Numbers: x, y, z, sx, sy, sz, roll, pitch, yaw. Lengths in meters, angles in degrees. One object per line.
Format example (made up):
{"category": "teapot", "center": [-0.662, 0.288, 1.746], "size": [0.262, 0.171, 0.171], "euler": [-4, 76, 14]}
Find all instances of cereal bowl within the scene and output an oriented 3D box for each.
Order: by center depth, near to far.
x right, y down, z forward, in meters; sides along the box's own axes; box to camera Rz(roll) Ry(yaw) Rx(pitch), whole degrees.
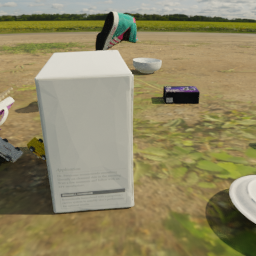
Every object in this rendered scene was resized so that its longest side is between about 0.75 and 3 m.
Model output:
{"category": "cereal bowl", "center": [1.218, -4.004, 18.098], "size": [1.877, 0.782, 1.877], "euler": [3, 23, -1]}

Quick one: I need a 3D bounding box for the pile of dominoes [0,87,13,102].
{"category": "pile of dominoes", "center": [-5.295, -0.472, 10.098], "size": [2.178, 0.445, 2.795], "euler": [-26, 24, 6]}

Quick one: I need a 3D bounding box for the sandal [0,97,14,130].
{"category": "sandal", "center": [-4.537, -0.263, 9.625], "size": [1.114, 0.673, 2.737], "euler": [-35, 21, 27]}

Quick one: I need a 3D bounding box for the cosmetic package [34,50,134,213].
{"category": "cosmetic package", "center": [-0.913, -0.150, 6.645], "size": [1.804, 2.935, 2.925], "euler": [-2, 23, -7]}

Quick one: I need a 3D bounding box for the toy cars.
{"category": "toy cars", "center": [-2.864, 0.652, 7.753], "size": [1.725, 0.382, 0.773], "euler": [2, 53, -25]}

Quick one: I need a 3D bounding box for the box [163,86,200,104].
{"category": "box", "center": [2.396, -1.524, 12.758], "size": [1.499, 0.591, 1.058], "euler": [0, 21, 1]}

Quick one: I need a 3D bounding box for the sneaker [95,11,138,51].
{"category": "sneaker", "center": [-0.364, -3.655, 11.179], "size": [1.459, 1.010, 2.416], "euler": [-4, -16, -25]}

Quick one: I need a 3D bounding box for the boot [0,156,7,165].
{"category": "boot", "center": [-3.660, 0.797, 7.801], "size": [0.632, 0.328, 0.968], "euler": [5, 22, 25]}

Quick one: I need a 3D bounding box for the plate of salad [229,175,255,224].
{"category": "plate of salad", "center": [3.191, 1.617, 5.613], "size": [2.259, 0.543, 2.259], "euler": [4, 21, -1]}
